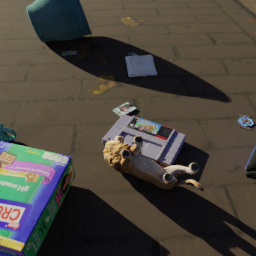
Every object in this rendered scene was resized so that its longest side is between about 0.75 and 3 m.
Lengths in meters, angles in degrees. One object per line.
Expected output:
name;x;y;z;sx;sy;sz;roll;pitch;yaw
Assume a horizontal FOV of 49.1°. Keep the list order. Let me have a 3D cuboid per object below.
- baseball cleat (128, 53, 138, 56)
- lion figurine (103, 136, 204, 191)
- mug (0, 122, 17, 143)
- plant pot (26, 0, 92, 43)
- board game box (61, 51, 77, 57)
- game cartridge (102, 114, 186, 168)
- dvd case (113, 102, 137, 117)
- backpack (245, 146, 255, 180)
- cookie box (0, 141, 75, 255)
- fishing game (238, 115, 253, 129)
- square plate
baseball cleat;0.353;-3.364;13.669;1.080;0.377;0.575;25;48;26
lion figurine;0.594;1.158;8.104;2.998;1.836;1.086;33;64;9
mug;-4.581;0.167;9.516;1.232;0.762;1.013;-32;51;-30
plant pot;-3.715;-5.919;14.854;2.712;2.886;2.886;-22;45;-2
board game box;-3.014;-3.800;14.349;0.766;0.124;0.460;-4;47;-5
game cartridge;0.568;0.376;9.569;2.464;0.473;1.597;19;50;20
dvd case;-0.124;-0.719;10.994;0.768;0.085;0.561;-30;50;-28
backpack;5.220;0.801;7.767;2.288;2.215;2.726;-31;50;-33
cookie box;-2.999;1.837;7.412;2.316;1.018;2.708;11;48;11
fishing game;4.404;-0.252;10.466;0.541;0.117;0.756;12;44;16
square plate;0.608;-2.973;13.153;1.348;0.192;1.335;-5;57;-7
